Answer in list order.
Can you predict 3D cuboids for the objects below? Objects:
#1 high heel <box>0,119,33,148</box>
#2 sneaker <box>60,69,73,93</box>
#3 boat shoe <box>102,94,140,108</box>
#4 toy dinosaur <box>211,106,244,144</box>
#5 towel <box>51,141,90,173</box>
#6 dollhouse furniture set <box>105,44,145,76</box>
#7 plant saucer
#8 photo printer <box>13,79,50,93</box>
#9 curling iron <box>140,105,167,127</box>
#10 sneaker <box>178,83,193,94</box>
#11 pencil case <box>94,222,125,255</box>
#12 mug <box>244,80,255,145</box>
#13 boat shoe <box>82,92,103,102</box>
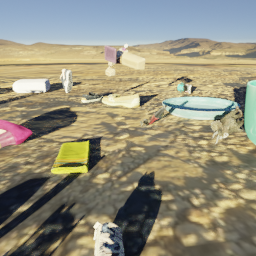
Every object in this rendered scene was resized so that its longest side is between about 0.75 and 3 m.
[{"bbox_3d":[-3.362,-0.012,7.854,0.878,0.616,1.827,-21,39,-29],"label":"high heel"},{"bbox_3d":[-2.213,-1.708,10.075,0.356,0.895,0.351,24,37,17],"label":"sneaker"},{"bbox_3d":[-0.323,-1.283,12.288,1.899,0.597,0.693,12,20,36],"label":"boat shoe"},{"bbox_3d":[2.877,-0.108,8.007,0.927,0.698,1.813,-29,-11,23],"label":"toy dinosaur"},{"bbox_3d":[-1.270,0.625,6.510,0.741,0.155,1.721,-1,16,-5],"label":"towel"},{"bbox_3d":[0.071,-2.137,9.020,1.355,1.073,0.961,25,46,22],"label":"dollhouse furniture set"},{"bbox_3d":[2.813,-0.788,10.958,2.942,0.403,2.942,-1,16,0],"label":"plant saucer"},{"bbox_3d":[-5.574,-2.429,16.137,1.889,0.656,1.572,-2,17,-6],"label":"photo printer"},{"bbox_3d":[0.767,-0.320,8.206,0.362,0.187,1.461,-10,-13,-27],"label":"curling iron"},{"bbox_3d":[3.171,-2.235,15.617,0.803,0.556,1.330,8,10,11],"label":"sneaker"},{"bbox_3d":[-0.238,1.467,3.201,0.400,0.348,0.894,26,13,-11],"label":"pencil case"},{"bbox_3d":[3.763,-0.194,6.539,2.705,1.673,2.223,-12,18,-27],"label":"mug"},{"bbox_3d":[-1.703,-1.511,13.436,0.495,0.413,1.328,10,17,36],"label":"boat shoe"}]
